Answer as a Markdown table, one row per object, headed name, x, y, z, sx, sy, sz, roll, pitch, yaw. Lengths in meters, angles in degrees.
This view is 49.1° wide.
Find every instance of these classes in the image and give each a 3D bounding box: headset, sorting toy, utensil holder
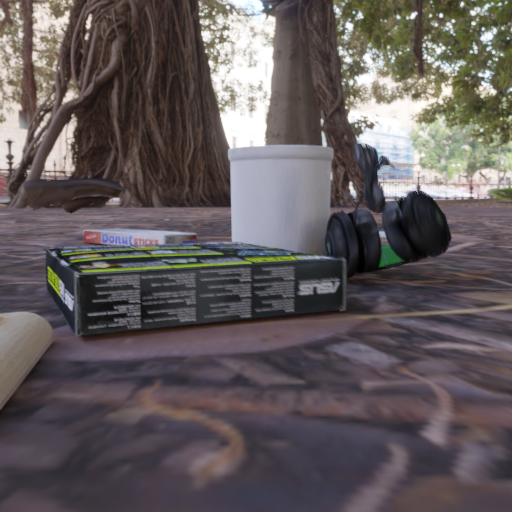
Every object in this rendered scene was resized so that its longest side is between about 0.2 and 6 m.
| name | x | y | z | sx | sy | sz | roll | pitch | yaw |
| --- | --- | --- | --- | --- | --- | --- | --- | --- | --- |
| headset | 1.565 | -0.433 | 7.021 | 1.581 | 1.203 | 2.560 | -15 | -16 | 14 |
| sorting toy | -2.471 | 0.587 | 3.237 | 2.165 | 0.395 | 2.004 | -1 | 6 | -9 |
| utensil holder | 0.360 | -0.671 | 8.282 | 1.530 | 1.800 | 1.530 | 0 | 7 | 0 |

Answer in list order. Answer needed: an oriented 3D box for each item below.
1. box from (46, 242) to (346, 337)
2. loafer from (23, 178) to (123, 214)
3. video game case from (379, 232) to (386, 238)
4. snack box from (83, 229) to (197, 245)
| name | x | y | z | sx | sy | sz | roll | pitch | yaw |
| --- | --- | --- | --- | --- | --- | --- | --- | --- | --- |
| box | -0.769 | 0.215 | 5.843 | 2.527 | 0.600 | 2.440 | -2 | 9 | -26 |
| loafer | -4.011 | -1.331 | 12.419 | 2.119 | 0.752 | 0.774 | -1 | 11 | -2 |
| video game case | 3.394 | -0.590 | 15.291 | 0.978 | 0.116 | 0.890 | 3 | 7 | 27 |
| snack box | -2.647 | -0.403 | 12.546 | 2.746 | 0.334 | 0.987 | 5 | 8 | 38 |
